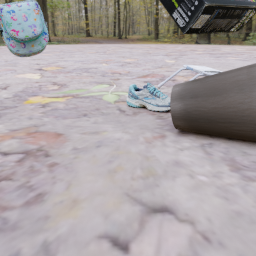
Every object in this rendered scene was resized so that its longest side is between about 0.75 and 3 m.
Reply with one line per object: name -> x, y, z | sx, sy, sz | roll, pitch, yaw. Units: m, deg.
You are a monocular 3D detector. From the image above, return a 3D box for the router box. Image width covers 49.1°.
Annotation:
router box -> 1.600, -3.665, 6.956 | 2.148, 0.890, 2.866 | -16, 68, -34

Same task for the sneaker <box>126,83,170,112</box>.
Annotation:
sneaker -> 0.746, -0.993, 8.811 | 1.811, 0.782, 0.703 | 10, 22, 26

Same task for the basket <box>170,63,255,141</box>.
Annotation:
basket -> 2.110, -0.558, 6.561 | 2.011, 1.814, 1.368 | -1, 2, 25

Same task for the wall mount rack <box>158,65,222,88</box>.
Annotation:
wall mount rack -> 2.613, -1.902, 11.206 | 2.403, 1.031, 2.766 | -1, 19, -13

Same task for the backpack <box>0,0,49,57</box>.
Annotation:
backpack -> -1.960, -1.862, 5.289 | 0.868, 0.978, 0.736 | -18, 13, -21
